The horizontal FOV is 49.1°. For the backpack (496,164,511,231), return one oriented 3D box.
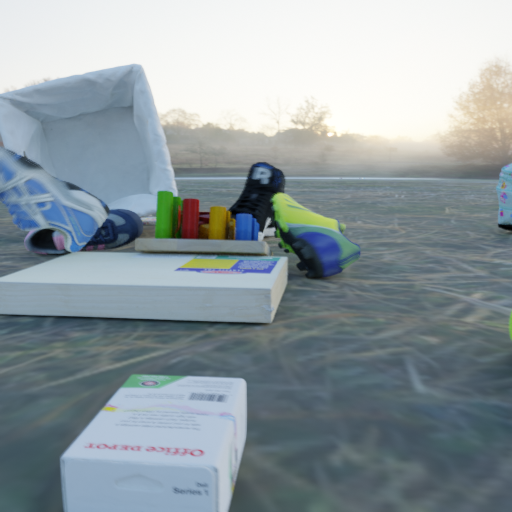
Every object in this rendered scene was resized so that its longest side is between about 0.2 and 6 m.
[{"bbox_3d":[6.849,-1.302,12.454,2.368,1.796,2.838,-10,12,-35],"label":"backpack"}]

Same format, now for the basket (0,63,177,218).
[{"bbox_3d":[-3.659,-2.218,12.670,3.205,3.176,2.577,-15,7,-9],"label":"basket"}]

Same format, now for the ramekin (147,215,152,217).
[{"bbox_3d":[-3.568,-1.456,15.864,1.444,0.758,1.444,-5,3,0],"label":"ramekin"}]

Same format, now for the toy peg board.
[{"bbox_3d":[-0.706,-0.431,8.734,1.856,0.911,1.863,1,-4,5],"label":"toy peg board"}]

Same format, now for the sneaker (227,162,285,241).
[{"bbox_3d":[-0.107,-1.198,11.701,1.043,1.597,2.855,13,9,12],"label":"sneaker"}]

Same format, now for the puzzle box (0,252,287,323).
[{"bbox_3d":[-1.257,0.333,7.063,3.214,0.409,2.138,1,9,8],"label":"puzzle box"}]

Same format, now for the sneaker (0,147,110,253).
[{"bbox_3d":[-3.179,-0.826,7.689,2.233,0.860,0.846,28,-11,-20],"label":"sneaker"}]

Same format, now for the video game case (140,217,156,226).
[{"bbox_3d":[-2.882,-0.946,15.183,1.474,0.133,1.055,2,10,13],"label":"video game case"}]

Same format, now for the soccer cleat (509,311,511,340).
[{"bbox_3d":[2.407,0.543,3.959,0.905,1.087,2.681,1,10,8],"label":"soccer cleat"}]

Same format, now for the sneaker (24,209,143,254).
[{"bbox_3d":[-3.118,-0.338,10.081,2.151,0.755,0.882,-8,18,16],"label":"sneaker"}]

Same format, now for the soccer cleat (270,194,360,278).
[{"bbox_3d":[0.885,-0.392,8.992,0.979,0.757,2.341,-17,32,-9],"label":"soccer cleat"}]

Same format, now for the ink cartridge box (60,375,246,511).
[{"bbox_3d":[-0.482,1.040,3.038,0.744,0.432,1.028,1,10,6],"label":"ink cartridge box"}]
